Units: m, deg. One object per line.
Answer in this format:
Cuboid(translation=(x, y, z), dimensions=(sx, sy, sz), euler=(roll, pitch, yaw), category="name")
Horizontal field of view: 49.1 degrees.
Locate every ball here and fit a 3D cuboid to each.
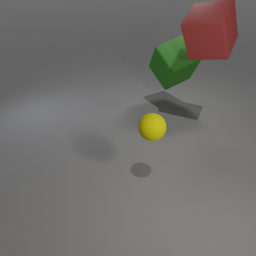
Cuboid(translation=(0.604, -0.022, 7.027), dimensions=(0.700, 0.700, 0.700), euler=(0, 30, 0), category="ball")

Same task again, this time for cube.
Cuboid(translation=(2.785, -3.278, 9.449), dimensions=(1.400, 1.400, 1.400), euler=(7, 51, 32), category="cube")
Cuboid(translation=(1.933, -2.742, 11.904), dimensions=(1.400, 1.400, 1.400), euler=(-27, 74, -17), category="cube")
